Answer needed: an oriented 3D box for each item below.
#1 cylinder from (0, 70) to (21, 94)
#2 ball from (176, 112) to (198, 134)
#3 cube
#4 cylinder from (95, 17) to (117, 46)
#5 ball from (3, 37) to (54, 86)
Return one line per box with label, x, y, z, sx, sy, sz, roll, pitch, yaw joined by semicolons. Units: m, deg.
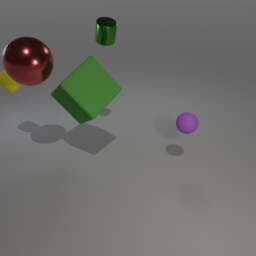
cylinder;-4.000;-1.642;9.539;0.700;0.700;0.700;-32;22;15
ball;1.873;-0.158;8.874;0.700;0.700;0.700;0;29;0
cube;-1.340;-1.152;8.869;1.400;1.400;1.400;-50;16;-22
cylinder;-0.742;-3.252;9.431;0.700;0.700;0.700;6;47;-7
ball;-2.885;-1.928;8.159;1.400;1.400;1.400;0;29;0
